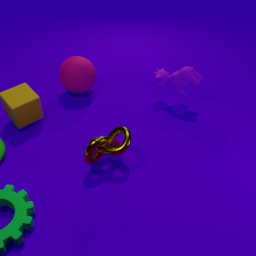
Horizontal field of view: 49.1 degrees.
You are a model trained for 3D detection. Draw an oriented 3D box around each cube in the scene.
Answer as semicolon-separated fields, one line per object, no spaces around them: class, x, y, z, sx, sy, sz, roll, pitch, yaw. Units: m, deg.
cube;-3.189;-0.668;8.418;0.855;0.855;0.855;-31;58;-29

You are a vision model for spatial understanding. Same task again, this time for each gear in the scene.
gear;-2.785;1.908;5.922;1.509;0.279;1.509;5;42;-4

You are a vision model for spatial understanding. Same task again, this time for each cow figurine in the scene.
cow figurine;1.552;-1.631;9.077;1.308;1.329;0.730;42;46;-7

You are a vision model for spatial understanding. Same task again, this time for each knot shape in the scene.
knot shape;-0.575;0.442;7.324;1.342;0.620;1.256;-25;5;-11

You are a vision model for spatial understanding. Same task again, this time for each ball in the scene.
ball;-1.743;-1.834;9.715;1.279;1.279;1.279;0;40;0

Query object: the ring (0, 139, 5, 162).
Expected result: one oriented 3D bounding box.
ring;-4.058;0.693;7.476;1.464;0.293;1.464;2;41;-2
